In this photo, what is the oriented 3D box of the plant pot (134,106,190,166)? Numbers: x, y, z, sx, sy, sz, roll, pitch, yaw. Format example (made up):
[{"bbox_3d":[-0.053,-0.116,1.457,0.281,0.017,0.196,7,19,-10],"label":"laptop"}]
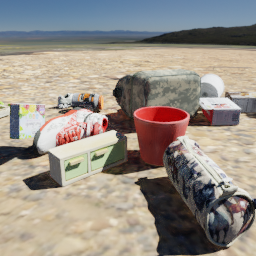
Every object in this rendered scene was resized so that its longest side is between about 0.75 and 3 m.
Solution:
[{"bbox_3d":[0.891,0.223,7.746,1.499,1.326,1.499,0,22,0],"label":"plant pot"}]

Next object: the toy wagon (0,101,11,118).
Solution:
[{"bbox_3d":[-5.785,-0.741,11.601,1.914,0.379,1.485,11,23,28],"label":"toy wagon"}]

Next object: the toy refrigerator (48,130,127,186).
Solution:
[{"bbox_3d":[-0.951,0.728,7.220,2.017,0.766,0.706,-16,26,-37],"label":"toy refrigerator"}]

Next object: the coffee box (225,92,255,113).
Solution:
[{"bbox_3d":[5.185,-1.136,12.166,1.738,0.693,0.994,1,21,3],"label":"coffee box"}]

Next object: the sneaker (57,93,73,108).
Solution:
[{"bbox_3d":[-2.467,-1.300,12.734,1.536,0.623,0.577,-13,23,-33],"label":"sneaker"}]

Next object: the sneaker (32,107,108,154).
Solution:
[{"bbox_3d":[-1.623,0.136,8.635,1.363,0.849,2.544,17,31,20],"label":"sneaker"}]

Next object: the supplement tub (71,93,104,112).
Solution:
[{"bbox_3d":[-1.705,-1.090,11.948,1.267,0.777,0.777,2,21,5],"label":"supplement tub"}]

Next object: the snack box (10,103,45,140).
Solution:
[{"bbox_3d":[-2.795,-0.206,7.871,0.351,0.942,1.325,4,5,12],"label":"snack box"}]

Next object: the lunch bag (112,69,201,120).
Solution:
[{"bbox_3d":[1.110,-1.345,10.915,2.826,1.969,2.371,-11,24,-28],"label":"lunch bag"}]

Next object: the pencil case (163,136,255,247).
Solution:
[{"bbox_3d":[1.520,1.075,5.748,1.014,1.166,2.608,3,19,-12],"label":"pencil case"}]

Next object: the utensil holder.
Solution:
[{"bbox_3d":[3.629,-1.680,12.778,1.306,1.306,1.537,9,24,22],"label":"utensil holder"}]

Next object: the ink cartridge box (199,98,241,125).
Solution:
[{"bbox_3d":[3.454,-0.685,11.032,1.390,0.664,1.583,0,21,1],"label":"ink cartridge box"}]
